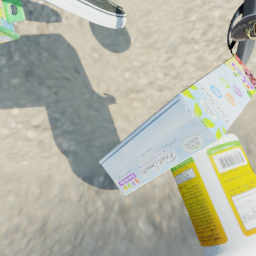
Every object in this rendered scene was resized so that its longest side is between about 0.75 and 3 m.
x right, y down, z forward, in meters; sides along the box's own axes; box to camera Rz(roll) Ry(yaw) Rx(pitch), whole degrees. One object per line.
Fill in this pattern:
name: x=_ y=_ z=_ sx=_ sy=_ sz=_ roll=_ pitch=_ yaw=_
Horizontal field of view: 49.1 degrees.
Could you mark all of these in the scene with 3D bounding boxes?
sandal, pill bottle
sandal: x=2.410 y=-2.249 z=5.778 sx=0.481 sy=0.854 sz=2.247 roll=16 pitch=108 yaw=30
pill bottle: x=1.741 y=1.432 z=4.867 sx=1.339 sy=1.339 sz=2.411 roll=-18 pitch=73 yaw=-6

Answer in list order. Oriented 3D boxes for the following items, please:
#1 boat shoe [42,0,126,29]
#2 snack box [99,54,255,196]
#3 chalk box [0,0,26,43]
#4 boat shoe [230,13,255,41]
boat shoe: x=-0.943 y=-2.885 z=5.868 sx=1.040 sy=2.885 sz=1.023 roll=36 pitch=113 yaw=31
snack box: x=0.897 y=-0.100 z=4.614 sx=0.788 sy=1.965 sz=2.330 roll=53 pitch=43 yaw=4
chalk box: x=-3.338 y=-2.628 z=6.593 sx=1.745 sy=1.080 sz=1.086 roll=-12 pitch=95 yaw=7
boat shoe: x=1.973 y=-1.521 z=4.225 sx=0.361 sy=1.006 sz=0.299 roll=46 pitch=62 yaw=-26
